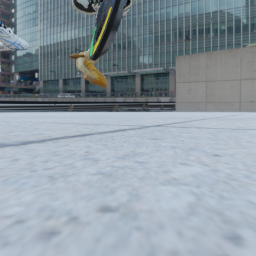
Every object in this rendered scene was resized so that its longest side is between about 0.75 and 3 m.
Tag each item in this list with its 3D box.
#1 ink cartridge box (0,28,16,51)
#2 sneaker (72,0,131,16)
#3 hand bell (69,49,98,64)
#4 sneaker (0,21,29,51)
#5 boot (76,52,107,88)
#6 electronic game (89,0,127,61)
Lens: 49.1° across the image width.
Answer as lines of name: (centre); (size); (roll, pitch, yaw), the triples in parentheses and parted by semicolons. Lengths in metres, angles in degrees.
ink cartridge box: (-4.141, -2.923, 9.217); (0.850, 0.265, 1.057); (-16, 50, -32)
sneaker: (-0.705, -3.583, 7.854); (1.685, 0.637, 0.738); (-6, 5, -20)
hand bell: (-1.615, -2.529, 9.831); (0.578, 0.578, 1.110); (3, 15, 38)
sneaker: (-3.519, -2.679, 8.038); (1.488, 0.539, 0.535); (18, 29, -44)
boot: (-1.514, -2.413, 11.839); (0.572, 1.626, 1.164); (-40, -37, 26)
electronic game: (-0.402, -2.135, 5.295); (0.367, 1.763, 1.763); (15, -1, -17)
